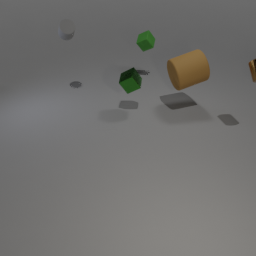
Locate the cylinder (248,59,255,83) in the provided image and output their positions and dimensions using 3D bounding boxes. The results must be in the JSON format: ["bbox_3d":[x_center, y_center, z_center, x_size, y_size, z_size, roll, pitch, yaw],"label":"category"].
[{"bbox_3d":[4.587,-2.009,9.638,0.700,0.700,0.700,-10,-8,-2],"label":"cylinder"}]

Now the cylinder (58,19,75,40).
[{"bbox_3d":[-2.723,-4.347,12.417,0.700,0.700,0.700,-12,-2,-18],"label":"cylinder"}]

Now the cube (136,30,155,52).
[{"bbox_3d":[0.971,-4.699,15.138,0.700,0.700,0.700,-11,52,36],"label":"cube"}]

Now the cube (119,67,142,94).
[{"bbox_3d":[0.114,-2.039,12.071,0.700,0.700,0.700,-20,40,28],"label":"cube"}]

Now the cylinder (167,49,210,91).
[{"bbox_3d":[2.586,-2.501,12.115,1.400,1.400,1.400,-21,35,-4],"label":"cylinder"}]
